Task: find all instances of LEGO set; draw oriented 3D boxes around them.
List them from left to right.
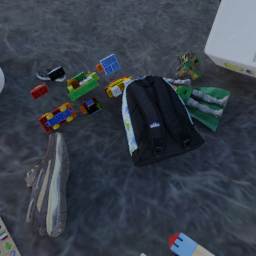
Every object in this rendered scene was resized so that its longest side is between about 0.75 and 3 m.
[{"bbox_3d":[1.880,-1.881,8.852,0.755,0.569,0.981,19,58,-23],"label":"LEGO set"}]

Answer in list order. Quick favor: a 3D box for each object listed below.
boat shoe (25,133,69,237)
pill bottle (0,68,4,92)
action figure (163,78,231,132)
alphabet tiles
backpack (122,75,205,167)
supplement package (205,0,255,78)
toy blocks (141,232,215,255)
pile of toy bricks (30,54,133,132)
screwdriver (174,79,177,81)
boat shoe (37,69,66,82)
[{"bbox_3d":[-1.878,1.171,6.372,0.909,0.923,2.478,-3,54,-2],"label":"boat shoe"},{"bbox_3d":[-4.929,-2.097,8.232,1.631,1.631,2.945,-29,60,-19],"label":"pill bottle"},{"bbox_3d":[1.559,-0.943,8.058,2.439,0.667,1.440,20,60,18],"label":"action figure"},{"bbox_3d":[-3.162,2.654,5.847,1.447,0.055,1.210,-33,62,-21],"label":"alphabet tiles"},{"bbox_3d":[0.633,-0.258,7.099,1.804,1.700,2.211,-17,78,-9],"label":"backpack"},{"bbox_3d":[3.785,-2.393,7.276,2.737,2.105,2.862,23,15,19],"label":"supplement package"},{"bbox_3d":[0.743,3.104,4.870,2.000,1.462,2.926,28,65,33],"label":"toy blocks"},{"bbox_3d":[-1.370,-1.156,7.938,2.789,1.547,1.377,-30,21,-8],"label":"pile of toy bricks"},{"bbox_3d":[1.107,-1.324,8.643,0.897,0.130,0.125,-20,59,-5],"label":"screwdriver"},{"bbox_3d":[-2.403,-1.690,8.689,1.038,0.294,0.356,11,53,20],"label":"boat shoe"}]
